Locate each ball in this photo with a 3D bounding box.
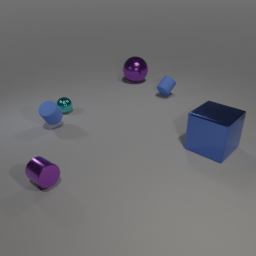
[{"bbox_3d":[-2.758,-0.993,12.138,0.700,0.700,0.700,0,29,0],"label":"ball"},{"bbox_3d":[0.409,-3.234,15.450,1.400,1.400,1.400,0,29,0],"label":"ball"}]

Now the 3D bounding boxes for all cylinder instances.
[{"bbox_3d":[-2.386,1.229,7.843,0.700,0.700,0.700,19,34,38],"label":"cylinder"},{"bbox_3d":[-2.942,-0.573,10.664,0.700,0.700,0.700,-4,62,8],"label":"cylinder"},{"bbox_3d":[1.868,-2.071,13.661,0.700,0.700,0.700,27,76,40],"label":"cylinder"}]

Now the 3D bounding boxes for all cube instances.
[{"bbox_3d":[2.924,0.076,9.472,1.400,1.400,1.400,23,36,35],"label":"cube"}]
